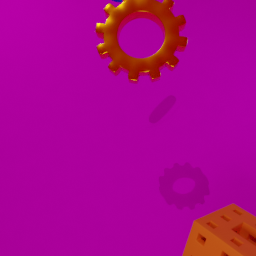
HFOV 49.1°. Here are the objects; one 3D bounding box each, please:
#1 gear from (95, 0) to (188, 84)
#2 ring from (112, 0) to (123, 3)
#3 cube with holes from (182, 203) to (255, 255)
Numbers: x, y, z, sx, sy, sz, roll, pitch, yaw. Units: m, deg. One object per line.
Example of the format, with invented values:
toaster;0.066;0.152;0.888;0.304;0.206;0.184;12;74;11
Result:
gear;0.186;-1.279;3.961;1.263;0.234;1.263;0;87;3
ring;-0.093;-2.880;5.135;1.083;1.083;0.217;-46;57;-13
cube with holes;1.465;1.856;3.774;1.054;1.054;1.054;29;113;43
